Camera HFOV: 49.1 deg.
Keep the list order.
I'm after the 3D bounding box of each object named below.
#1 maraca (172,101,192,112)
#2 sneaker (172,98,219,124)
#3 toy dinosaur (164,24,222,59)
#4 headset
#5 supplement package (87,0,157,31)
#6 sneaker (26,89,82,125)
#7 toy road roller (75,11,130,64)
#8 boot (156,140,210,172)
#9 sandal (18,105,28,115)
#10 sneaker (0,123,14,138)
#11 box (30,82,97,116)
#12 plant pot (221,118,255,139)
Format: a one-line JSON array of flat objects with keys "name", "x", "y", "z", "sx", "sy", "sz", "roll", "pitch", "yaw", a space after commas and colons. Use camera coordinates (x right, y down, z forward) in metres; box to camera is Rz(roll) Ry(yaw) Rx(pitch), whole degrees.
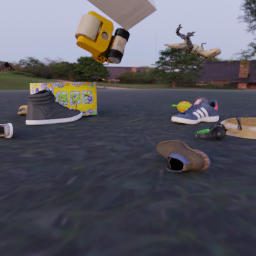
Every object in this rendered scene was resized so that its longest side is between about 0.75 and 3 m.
[{"name": "maraca", "x": 2.620, "y": -0.989, "z": 13.345, "sx": 1.052, "sy": 0.563, "sz": 0.721, "roll": 11, "pitch": -4, "yaw": 41}, {"name": "sneaker", "x": 2.504, "y": -0.661, "z": 10.413, "sx": 2.140, "sy": 0.905, "sz": 0.802, "roll": -7, "pitch": 12, "yaw": -33}, {"name": "toy dinosaur", "x": 2.263, "y": -3.295, "z": 10.786, "sx": 2.599, "sy": 1.146, "sz": 0.617, "roll": 28, "pitch": 68, "yaw": 37}, {"name": "headset", "x": 2.387, "y": 0.023, "z": 7.438, "sx": 1.190, "sy": 0.559, "sz": 0.735, "roll": -8, "pitch": 7, "yaw": 23}, {"name": "supplement package", "x": -0.206, "y": -3.073, "z": 6.208, "sx": 0.935, "sy": 0.923, "sz": 1.542, "roll": -26, "pitch": -22, "yaw": 27}, {"name": "sneaker", "x": -2.684, "y": -0.850, "z": 10.542, "sx": 0.878, "sy": 1.232, "sz": 2.484, "roll": 6, "pitch": 11, "yaw": 38}, {"name": "toy road roller", "x": -1.127, "y": -3.389, "z": 11.173, "sx": 2.181, "sy": 1.340, "sz": 1.592, "roll": 24, "pitch": -15, "yaw": -26}, {"name": "boot", "x": 0.814, "y": 0.487, "z": 5.063, "sx": 0.584, "sy": 0.450, "sz": 1.205, "roll": -5, "pitch": 13, "yaw": -39}, {"name": "sandal", "x": -4.684, "y": -0.833, "z": 12.805, "sx": 0.646, "sy": 0.434, "sz": 1.607, "roll": -3, "pitch": 10, "yaw": -19}, {"name": "sneaker", "x": -3.538, "y": 0.048, "z": 7.514, "sx": 0.664, "sy": 0.460, "sz": 1.099, "roll": -2, "pitch": 1, "yaw": -42}, {"name": "box", "x": -2.922, "y": -1.300, "z": 12.543, "sx": 2.297, "sy": 1.455, "sz": 2.384, "roll": -7, "pitch": 12, "yaw": -31}, {"name": "plant pot", "x": 3.957, "y": -0.041, "z": 8.518, "sx": 2.423, "sy": 0.333, "sz": 2.423, "roll": 0, "pitch": 9, "yaw": 0}]
